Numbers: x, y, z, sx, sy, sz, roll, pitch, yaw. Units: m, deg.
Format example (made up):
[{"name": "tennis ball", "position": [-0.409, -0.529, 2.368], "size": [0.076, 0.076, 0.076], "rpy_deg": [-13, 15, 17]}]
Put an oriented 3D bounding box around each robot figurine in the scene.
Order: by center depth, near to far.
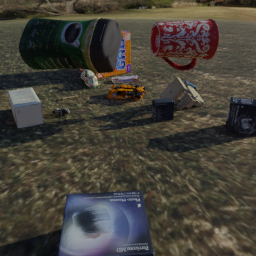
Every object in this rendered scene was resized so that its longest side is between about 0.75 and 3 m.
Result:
[{"name": "robot figurine", "position": [-0.009, -1.750, 13.751], "size": [1.818, 0.529, 1.318], "rpy_deg": [5, 28, 12]}]

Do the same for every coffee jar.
[{"name": "coffee jar", "position": [-1.591, -2.385, 8.102], "size": [2.808, 1.198, 1.464], "rpy_deg": [7, 71, 17]}]

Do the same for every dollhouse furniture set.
[{"name": "dollhouse furniture set", "position": [2.650, -1.173, 12.789], "size": [1.868, 1.219, 1.764], "rpy_deg": [18, 37, -40]}]

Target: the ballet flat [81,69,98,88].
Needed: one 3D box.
[{"name": "ballet flat", "position": [-2.166, -2.945, 15.840], "size": [0.873, 0.738, 2.308], "rpy_deg": [-10, 29, -19]}]

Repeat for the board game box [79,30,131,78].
[{"name": "board game box", "position": [-1.505, -4.752, 17.435], "size": [2.447, 2.447, 2.449], "rpy_deg": [-18, 32, -30]}]

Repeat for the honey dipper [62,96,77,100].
[{"name": "honey dipper", "position": [-2.845, -1.502, 13.703], "size": [0.756, 0.144, 0.144], "rpy_deg": [-13, 30, -27]}]

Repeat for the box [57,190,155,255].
[{"name": "box", "position": [-0.426, 2.184, 5.604], "size": [1.686, 1.039, 1.672], "rpy_deg": [-3, 29, -5]}]

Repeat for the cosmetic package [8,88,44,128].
[{"name": "cosmetic package", "position": [-4.281, -0.893, 11.676], "size": [1.081, 0.912, 2.091], "rpy_deg": [-12, 29, -22]}]

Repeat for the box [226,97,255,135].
[{"name": "box", "position": [4.392, -0.458, 10.535], "size": [1.195, 1.175, 0.702], "rpy_deg": [8, 28, 15]}]

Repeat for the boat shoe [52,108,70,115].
[{"name": "boat shoe", "position": [-2.885, -0.688, 11.948], "size": [0.813, 0.301, 0.245], "rpy_deg": [8, 28, 21]}]

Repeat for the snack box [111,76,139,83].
[{"name": "snack box", "position": [-0.154, -2.805, 16.155], "size": [1.534, 0.187, 0.552], "rpy_deg": [-7, 28, -13]}]

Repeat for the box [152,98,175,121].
[{"name": "box", "position": [1.433, -0.760, 11.529], "size": [0.819, 0.805, 0.507], "rpy_deg": [-5, 28, -12]}]

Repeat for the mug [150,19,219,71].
[{"name": "mug", "position": [2.197, -3.322, 11.377], "size": [2.394, 2.125, 1.597], "rpy_deg": [-4, 20, -14]}]
